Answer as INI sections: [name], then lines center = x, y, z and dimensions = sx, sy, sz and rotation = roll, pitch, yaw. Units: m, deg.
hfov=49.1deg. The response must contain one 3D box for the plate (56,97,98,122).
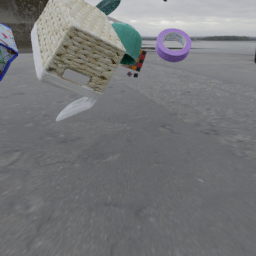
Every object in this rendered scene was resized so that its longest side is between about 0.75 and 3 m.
[plate]
center = -0.971, -0.443, 5.485
dimensions = 0.798, 0.129, 0.800
rotation = -19, 20, 20

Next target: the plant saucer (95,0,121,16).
[plant saucer]
center = -0.865, -4.857, 11.341
dimensions = 1.560, 0.214, 1.560
rotation = -34, 4, 3

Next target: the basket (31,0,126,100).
[basket]
center = -0.977, -1.616, 5.247
dimensions = 1.244, 1.132, 1.836
rotation = 16, 35, -36

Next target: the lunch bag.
[lunch bag]
center = -4.128, -2.326, 7.176
dimensions = 2.076, 1.285, 1.765
rotation = 25, 20, -43

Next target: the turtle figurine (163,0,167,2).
[turtle figurine]
center = 1.559, -5.204, 10.583
dimensions = 0.393, 0.780, 0.584
rotation = 23, -12, 49

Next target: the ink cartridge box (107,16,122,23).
[ink cartridge box]
center = -1.117, -3.685, 11.608
dimensions = 1.141, 1.959, 0.661
rotation = 5, 31, -40

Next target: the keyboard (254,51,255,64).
[keyboard]
center = 2.570, -1.605, 4.602
dimensions = 0.147, 0.905, 1.425
rotation = 13, 0, -9

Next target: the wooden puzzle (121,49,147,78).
[wooden puzzle]
center = 0.207, -2.552, 10.375
dimensions = 0.790, 1.332, 0.094
rotation = 22, 9, 15

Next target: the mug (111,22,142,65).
[mug]
center = -0.328, -2.692, 8.772
dimensions = 1.558, 0.963, 1.280
rotation = 16, -5, 27

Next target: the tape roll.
[tape roll]
center = 1.176, -2.157, 7.285
dimensions = 0.899, 0.899, 0.295
rotation = -2, -23, -5
